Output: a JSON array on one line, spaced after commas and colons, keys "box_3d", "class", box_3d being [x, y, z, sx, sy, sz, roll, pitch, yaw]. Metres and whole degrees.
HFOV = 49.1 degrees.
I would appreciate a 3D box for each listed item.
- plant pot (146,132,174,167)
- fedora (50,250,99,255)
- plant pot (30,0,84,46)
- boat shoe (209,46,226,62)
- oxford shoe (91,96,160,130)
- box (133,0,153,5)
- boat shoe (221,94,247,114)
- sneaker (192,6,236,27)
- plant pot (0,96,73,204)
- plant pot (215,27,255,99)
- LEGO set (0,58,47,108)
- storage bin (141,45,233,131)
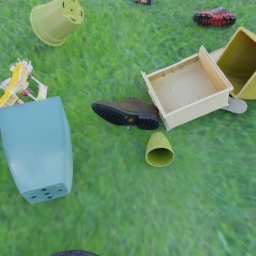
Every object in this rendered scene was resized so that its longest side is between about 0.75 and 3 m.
[{"box_3d": [0.810, 0.495, 7.426, 0.729, 0.729, 0.779, 0, 41, 0], "class": "plant pot"}, {"box_3d": [-1.072, 3.349, 5.160, 2.114, 0.965, 2.114, -3, 56, 5], "class": "fedora"}, {"box_3d": [-2.235, -3.655, 9.310, 1.337, 1.455, 1.455, -12, 45, 38], "class": "plant pot"}, {"box_3d": [3.834, -2.612, 9.369, 2.823, 0.977, 1.041, -17, 56, -11], "class": "boat shoe"}, {"box_3d": [-0.057, -0.525, 8.091, 1.977, 0.718, 0.834, 13, 56, -5], "class": "oxford shoe"}, {"box_3d": [0.656, -5.533, 11.773, 0.789, 0.419, 0.482, 13, 56, 8], "class": "box"}, {"box_3d": [2.853, -0.860, 8.562, 1.557, 0.566, 0.488, 27, 16, 24], "class": "boat shoe"}, {"box_3d": [3.279, -4.317, 10.818, 1.652, 0.584, 0.807, 1, 55, -2], "class": "sneaker"}, {"box_3d": [-2.103, 0.624, 6.858, 1.495, 1.494, 2.116, -14, 62, -9], "class": "plant pot"}, {"box_3d": [3.833, -1.807, 8.421, 1.595, 1.549, 1.559, 7, 41, -29], "class": "plant pot"}, {"box_3d": [-3.266, -0.743, 8.276, 1.355, 1.096, 2.945, -11, 52, 36], "class": "LEGO set"}, {"box_3d": [1.631, -1.207, 8.135, 1.945, 0.911, 1.931, -23, 58, 2], "class": "storage bin"}]
